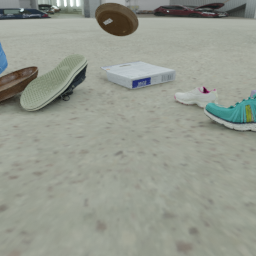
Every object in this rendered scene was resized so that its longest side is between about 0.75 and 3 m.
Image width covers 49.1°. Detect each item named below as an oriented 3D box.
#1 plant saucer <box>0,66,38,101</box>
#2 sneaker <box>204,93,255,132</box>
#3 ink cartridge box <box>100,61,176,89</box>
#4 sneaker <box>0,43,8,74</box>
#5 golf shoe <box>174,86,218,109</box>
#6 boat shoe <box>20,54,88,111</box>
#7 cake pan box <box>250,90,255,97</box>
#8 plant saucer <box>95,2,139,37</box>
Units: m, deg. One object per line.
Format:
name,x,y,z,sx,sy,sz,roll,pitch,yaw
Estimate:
plant saucer,-3.811,-1.354,8.931,2.184,0.376,2.184,-16,27,9
sneaker,3.076,-0.449,6.979,2.268,0.903,0.879,7,26,17
ink cartridge box,0.355,-2.134,11.080,2.185,0.444,2.189,-17,30,-31
sneaker,-3.069,-1.715,4.637,0.972,2.566,1.348,-15,31,33
golf shoe,2.063,-0.994,8.461,1.407,0.644,0.530,16,30,33
boat shoe,-2.206,-1.348,8.942,1.099,0.917,2.945,16,44,18
cake pan box,4.621,-0.953,8.769,1.157,0.303,1.066,-7,24,-15
plant saucer,-0.281,-2.539,6.693,1.077,0.159,1.077,13,-18,4
